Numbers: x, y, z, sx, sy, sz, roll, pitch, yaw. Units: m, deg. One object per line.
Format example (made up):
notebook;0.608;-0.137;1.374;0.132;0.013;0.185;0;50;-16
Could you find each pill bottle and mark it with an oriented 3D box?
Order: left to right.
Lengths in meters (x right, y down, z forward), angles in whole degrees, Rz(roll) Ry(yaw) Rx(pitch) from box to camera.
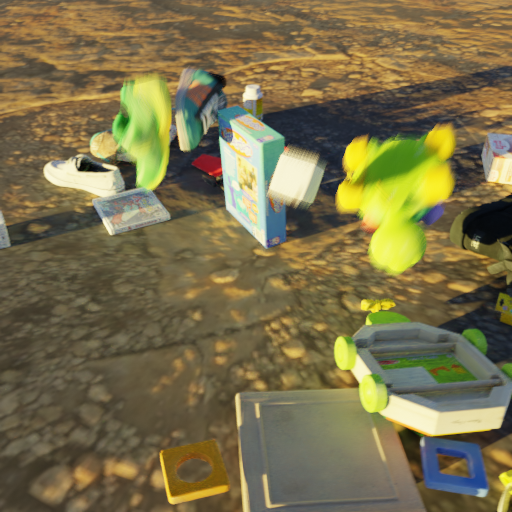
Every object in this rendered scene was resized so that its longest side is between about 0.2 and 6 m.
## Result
pill bottle;-0.089;-4.349;16.022;0.538;0.985;0.538;0;36;0

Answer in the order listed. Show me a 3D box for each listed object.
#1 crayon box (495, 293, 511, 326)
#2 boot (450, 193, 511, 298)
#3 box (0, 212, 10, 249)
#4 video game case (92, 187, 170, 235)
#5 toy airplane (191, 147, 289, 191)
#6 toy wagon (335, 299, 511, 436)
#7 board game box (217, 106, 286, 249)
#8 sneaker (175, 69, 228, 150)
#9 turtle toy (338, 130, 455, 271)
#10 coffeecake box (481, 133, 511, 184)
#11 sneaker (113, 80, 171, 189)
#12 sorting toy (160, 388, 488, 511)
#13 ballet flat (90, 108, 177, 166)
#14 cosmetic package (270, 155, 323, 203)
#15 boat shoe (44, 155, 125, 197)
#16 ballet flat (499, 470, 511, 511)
crayon box;4.433;0.970;9.358;0.843;0.214;0.535;21;41;20
boot;5.357;-0.204;10.151;3.033;1.122;2.486;-17;39;-25
box;-5.452;-0.516;11.126;0.875;0.575;0.880;-17;40;-22
video game case;-2.728;-1.015;12.157;1.303;0.164;1.430;-18;40;-22
toy airplane;-0.188;-2.225;13.544;2.638;0.485;2.638;1;37;-1
toy wagon;2.310;1.467;8.093;2.255;0.575;2.907;-1;20;-13
board game box;-0.080;-1.561;11.072;0.520;2.311;1.757;-22;42;-21
sneaker;-1.046;-2.947;10.985;0.934;0.835;2.339;-1;49;2
turtle toy;2.426;-0.968;9.484;1.857;1.288;2.549;-3;50;25
coffeecake box;6.513;-2.287;13.452;1.878;0.686;1.441;8;37;11
sneaker;-2.242;-2.379;10.993;1.079;2.583;0.957;0;54;-12
sorting toy;0.791;2.533;7.012;3.910;0.533;2.201;-1;29;-5
ballet flat;-2.827;-2.969;14.398;2.882;1.016;0.941;-32;73;-32
cosmetic package;0.628;-1.164;8.541;0.553;0.553;0.671;21;7;18
boat shoe;-4.034;-1.967;12.976;2.217;0.729;0.798;21;41;26
ballet flat;3.021;3.174;6.142;0.666;0.664;1.988;-10;28;24
